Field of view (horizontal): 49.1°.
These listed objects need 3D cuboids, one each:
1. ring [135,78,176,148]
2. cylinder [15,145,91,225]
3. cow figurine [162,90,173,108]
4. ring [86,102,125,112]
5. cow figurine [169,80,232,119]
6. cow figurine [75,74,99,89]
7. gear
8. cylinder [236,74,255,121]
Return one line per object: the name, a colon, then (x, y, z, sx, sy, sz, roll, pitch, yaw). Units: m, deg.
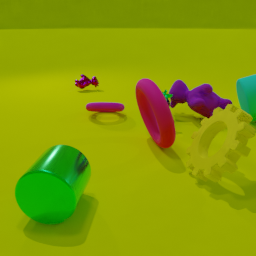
ring: (0.622, -0.338, 6.609, 0.346, 1.731, 1.731, -22, 25, -8)
cylinder: (-1.161, 0.877, 4.516, 0.943, 0.943, 0.943, 3, 21, 7)
cow figurine: (0.980, -0.727, 8.250, 0.651, 1.167, 1.186, 6, 32, 10)
ring: (-0.723, -0.653, 8.885, 1.233, 0.247, 1.233, 0, 0, 0)
cow figurine: (2.126, -0.849, 8.682, 1.719, 0.944, 1.692, 30, -6, -13)
cow figurine: (-1.739, -1.938, 12.056, 0.873, 0.487, 0.888, 33, 59, 11)
gear: (1.708, 0.279, 5.360, 0.279, 1.506, 1.506, 29, 15, -16)
cylinder: (4.033, -0.974, 8.213, 1.315, 1.315, 1.315, -15, 19, 12)
